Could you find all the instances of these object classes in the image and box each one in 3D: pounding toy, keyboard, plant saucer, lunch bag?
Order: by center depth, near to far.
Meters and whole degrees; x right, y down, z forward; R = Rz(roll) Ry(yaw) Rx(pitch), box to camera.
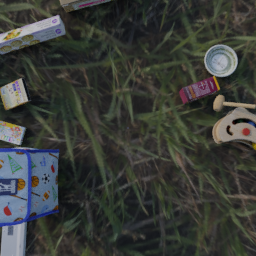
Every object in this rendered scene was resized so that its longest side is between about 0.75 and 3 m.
[{"bbox_3d":[-2.983,1.508,7.559,1.433,2.314,1.967,-5,82,28],"label":"lunch bag"},{"bbox_3d":[3.375,0.018,8.367,2.143,1.230,1.226,31,81,3],"label":"pounding toy"},{"bbox_3d":[-3.518,3.169,8.659,0.734,0.139,2.609,1,85,4],"label":"keyboard"},{"bbox_3d":[2.972,-2.137,9.046,1.059,0.266,1.059,0,86,0],"label":"plant saucer"}]

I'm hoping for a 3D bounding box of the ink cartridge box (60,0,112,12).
[{"bbox_3d":[-1.154,-4.997,8.788,2.423,0.910,1.996,-15,100,-2],"label":"ink cartridge box"}]

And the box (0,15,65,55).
[{"bbox_3d":[-3.116,-2.929,8.845,2.238,0.464,0.433,-15,60,5],"label":"box"}]

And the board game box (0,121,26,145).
[{"bbox_3d":[-3.741,0.153,8.901,0.849,0.145,0.571,15,85,1],"label":"board game box"}]

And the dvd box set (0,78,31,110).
[{"bbox_3d":[-3.543,-1.045,8.753,1.008,0.148,0.738,-17,90,24],"label":"dvd box set"}]

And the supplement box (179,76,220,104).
[{"bbox_3d":[2.225,-1.172,8.793,1.078,0.595,0.462,-20,85,-2],"label":"supplement box"}]
